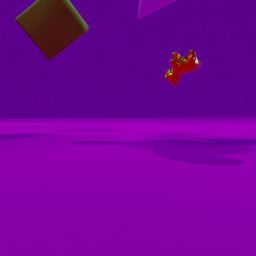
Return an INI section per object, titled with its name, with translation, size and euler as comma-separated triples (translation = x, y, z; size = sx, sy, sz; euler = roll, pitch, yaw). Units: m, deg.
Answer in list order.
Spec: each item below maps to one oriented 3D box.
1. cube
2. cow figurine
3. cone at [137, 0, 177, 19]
[cube]
translation = -1.711, -2.434, 6.575
size = 1.097, 1.097, 1.097
euler = -34, 22, 11
[cow figurine]
translation = 1.533, -1.655, 7.962
size = 1.064, 0.584, 1.047
euler = -3, -38, 27
[cone]
translation = 0.418, -1.806, 3.545
size = 1.062, 1.062, 1.066
euler = -2, -32, -40
